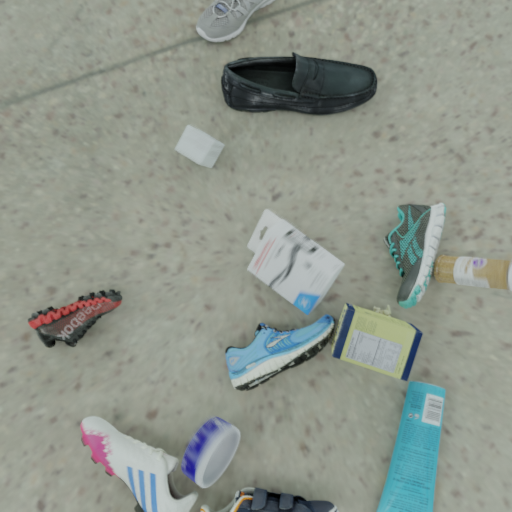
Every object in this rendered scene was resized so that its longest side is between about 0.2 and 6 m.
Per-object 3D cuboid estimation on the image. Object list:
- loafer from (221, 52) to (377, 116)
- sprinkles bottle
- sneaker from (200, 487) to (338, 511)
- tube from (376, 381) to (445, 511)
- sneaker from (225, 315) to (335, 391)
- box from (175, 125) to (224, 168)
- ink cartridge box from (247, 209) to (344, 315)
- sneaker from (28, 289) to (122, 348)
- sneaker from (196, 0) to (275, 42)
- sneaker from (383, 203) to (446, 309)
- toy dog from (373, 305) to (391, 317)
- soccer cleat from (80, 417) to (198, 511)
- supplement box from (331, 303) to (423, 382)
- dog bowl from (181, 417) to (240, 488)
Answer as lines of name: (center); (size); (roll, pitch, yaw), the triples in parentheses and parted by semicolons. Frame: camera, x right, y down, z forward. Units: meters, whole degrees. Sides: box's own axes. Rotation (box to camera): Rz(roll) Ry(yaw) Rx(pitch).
loafer: (0.874, -3.451, 11.101); (3.145, 1.104, 1.068); (-2, 70, -1)
sprinkles bottle: (3.824, 0.286, 9.526); (1.513, 0.516, 0.516); (5, 63, 45)
sneaker: (0.160, 3.894, 8.438); (2.116, 0.830, 0.840); (-14, 75, -4)
tube: (2.533, 3.180, 8.907); (0.887, 0.577, 2.290); (12, 74, 13)
sneaker: (0.393, 1.432, 9.423); (2.040, 0.800, 0.918); (-25, 67, -10)
box: (-1.079, -2.090, 10.764); (0.636, 0.632, 0.544); (32, 101, 12)
ink cartridge box: (0.532, 0.089, 9.746); (1.714, 0.994, 0.581); (37, 37, 13)
sneaker: (-3.013, 1.102, 9.595); (1.616, 0.571, 0.790); (-20, 93, -5)
sneaker: (-0.404, -5.579, 11.981); (0.906, 0.994, 2.424); (38, 74, 13)
sneaker: (2.736, -0.055, 10.092); (0.969, 0.824, 2.125); (13, 64, 20)
toy dog: (2.156, 1.077, 9.839); (0.411, 0.287, 0.399); (-11, 77, 4)
soccer cleat: (-1.788, 3.203, 8.730); (0.938, 0.759, 2.173); (-42, 82, -2)
supplement box: (1.916, 1.360, 9.117); (1.202, 1.203, 0.808); (18, 92, 7)
dog bowl: (-0.691, 3.027, 8.659); (0.394, 1.001, 1.001); (25, 70, 25)
